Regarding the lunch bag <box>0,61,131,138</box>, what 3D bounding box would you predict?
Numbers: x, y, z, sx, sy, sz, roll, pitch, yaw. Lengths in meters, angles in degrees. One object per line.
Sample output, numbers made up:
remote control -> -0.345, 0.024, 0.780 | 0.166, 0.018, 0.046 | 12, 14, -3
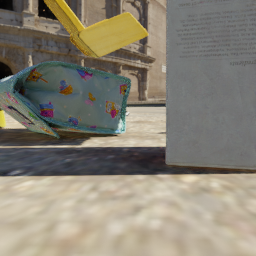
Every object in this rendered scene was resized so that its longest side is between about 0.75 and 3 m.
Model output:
lunch bag -> -1.669, -0.661, 6.560 | 2.729, 1.664, 2.325 | 3, 3, -36

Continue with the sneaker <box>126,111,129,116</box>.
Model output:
sneaker -> -0.751, -0.908, 14.335 | 1.708, 0.707, 0.612 | -1, 5, -13

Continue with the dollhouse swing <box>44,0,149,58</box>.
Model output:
dollhouse swing -> -0.973, -3.204, 7.940 | 2.129, 2.060, 2.343 | -27, 21, -8

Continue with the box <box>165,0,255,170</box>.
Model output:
box -> 1.210, -0.699, 3.788 | 1.164, 2.189, 1.667 | 2, 5, 17

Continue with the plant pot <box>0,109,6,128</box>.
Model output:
plant pot -> -5.611, -1.346, 8.553 | 2.992, 2.639, 2.992 | -4, 7, -33
